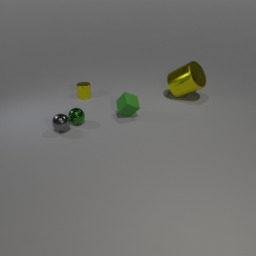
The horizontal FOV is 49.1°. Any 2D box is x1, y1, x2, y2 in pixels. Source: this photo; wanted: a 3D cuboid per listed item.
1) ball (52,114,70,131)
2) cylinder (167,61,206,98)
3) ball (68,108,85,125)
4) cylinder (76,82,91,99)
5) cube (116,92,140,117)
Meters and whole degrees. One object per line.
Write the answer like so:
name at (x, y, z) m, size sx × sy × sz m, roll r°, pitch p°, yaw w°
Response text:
ball at (-2.644, -0.220, 11.049) m, size 0.700 × 0.700 × 0.700 m, roll 0°, pitch 29°, yaw 0°
cylinder at (2.883, -2.372, 13.799) m, size 1.400 × 1.400 × 1.400 m, roll -22°, pitch 8°, yaw 44°
ball at (-2.141, -0.492, 11.632) m, size 0.700 × 0.700 × 0.700 m, roll 0°, pitch 29°, yaw 0°
cylinder at (-2.237, -1.902, 14.225) m, size 0.700 × 0.700 × 0.700 m, roll 0°, pitch 29°, yaw 0°
cube at (-0.005, -1.014, 12.119) m, size 0.700 × 0.700 × 0.700 m, roll 16°, pitch 48°, yaw -33°
